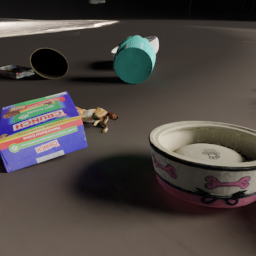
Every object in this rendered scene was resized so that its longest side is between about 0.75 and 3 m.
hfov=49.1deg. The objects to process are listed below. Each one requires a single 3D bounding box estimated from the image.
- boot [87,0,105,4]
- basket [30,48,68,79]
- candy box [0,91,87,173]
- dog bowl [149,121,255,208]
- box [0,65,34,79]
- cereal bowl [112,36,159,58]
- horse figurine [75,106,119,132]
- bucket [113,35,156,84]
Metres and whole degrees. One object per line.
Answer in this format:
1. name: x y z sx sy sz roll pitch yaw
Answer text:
1. boot: -0.819 -3.342 6.279 0.846 1.026 0.337 -13 49 -33
2. basket: -3.656 -2.926 12.345 1.615 1.218 1.791 16 9 -33
3. candy box: -1.992 -0.037 6.429 1.707 0.777 2.019 -17 29 -14
4. dog bowl: 1.475 0.571 5.049 2.254 0.831 2.254 1 18 0
5. box: -5.113 -2.548 12.586 1.459 0.291 0.999 14 28 27
6. cereal bowl: 0.439 -3.698 13.872 2.369 0.987 2.369 -17 25 8
7. horse figurine: -1.030 -0.286 7.644 1.634 0.408 1.083 0 31 5
8. bucket: 0.262 -2.706 11.313 1.776 1.776 1.156 3 33 6
